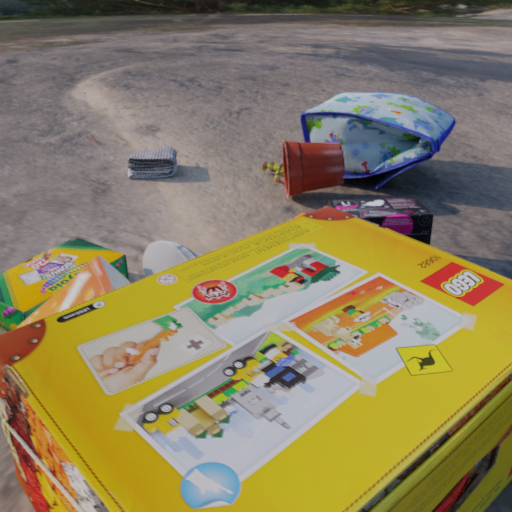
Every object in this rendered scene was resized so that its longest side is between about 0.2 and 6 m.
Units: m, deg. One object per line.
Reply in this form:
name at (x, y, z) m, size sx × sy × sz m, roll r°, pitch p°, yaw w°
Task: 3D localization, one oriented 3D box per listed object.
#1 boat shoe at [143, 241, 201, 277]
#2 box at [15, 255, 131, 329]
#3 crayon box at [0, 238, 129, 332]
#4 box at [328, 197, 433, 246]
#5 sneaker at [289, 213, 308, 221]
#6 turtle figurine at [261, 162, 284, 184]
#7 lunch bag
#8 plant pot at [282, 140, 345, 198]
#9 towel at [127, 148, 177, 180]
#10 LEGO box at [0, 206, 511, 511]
boat shoe at (-0.735, 0.385, 8.359) m, size 2.348 × 0.832 × 0.820 m, roll 20°, pitch 8°, yaw 38°
box at (-2.103, 0.857, 6.692) m, size 1.457 × 0.710 × 0.906 m, roll -42°, pitch 35°, yaw -2°
crayon box at (-2.974, 0.443, 8.310) m, size 1.129 × 0.554 × 1.901 m, roll 17°, pitch 33°, yaw 28°
box at (1.996, -0.354, 9.283) m, size 1.542 × 1.019 × 0.884 m, roll -2°, pitch 26°, yaw -3°
sneaker at (0.882, -0.299, 9.029) m, size 0.717 × 1.036 × 1.848 m, roll 38°, pitch 39°, yaw -10°
turtle figurine at (0.555, -1.976, 12.913) m, size 0.863 × 0.345 × 1.070 m, roll 24°, pitch 37°, yaw 36°
lunch bag at (2.832, -2.728, 12.725) m, size 2.928 × 1.866 × 2.490 m, roll 4°, pitch 28°, yaw 28°
plant pot at (1.182, -1.848, 11.605) m, size 1.170 × 1.203 × 1.203 m, roll -5°, pitch 29°, yaw 0°
towel at (-2.448, -2.208, 13.177) m, size 1.158 × 0.496 × 0.959 m, roll -3°, pitch 28°, yaw -5°
LEGO box at (0.374, 1.354, 5.408) m, size 4.549 × 1.755 × 3.388 m, roll -23°, pitch 36°, yaw -35°
